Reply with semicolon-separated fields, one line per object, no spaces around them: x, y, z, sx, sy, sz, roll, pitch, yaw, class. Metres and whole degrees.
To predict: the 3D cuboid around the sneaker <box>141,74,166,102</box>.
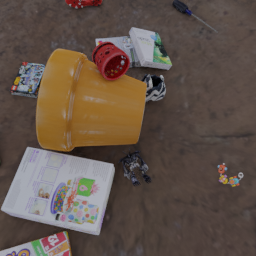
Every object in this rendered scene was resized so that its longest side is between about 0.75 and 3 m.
0.449;-1.305;9.626;1.891;1.231;0.755;-14;61;-8;sneaker

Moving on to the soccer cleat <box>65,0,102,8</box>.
-1.979;-5.776;12.547;1.646;0.565;0.701;-6;54;-7;soccer cleat

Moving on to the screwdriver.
2.885;-4.790;12.130;0.361;0.376;2.585;-36;70;-17;screwdriver

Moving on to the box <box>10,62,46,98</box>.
-3.680;-1.817;10.457;0.956;0.279;1.397;8;61;4;box

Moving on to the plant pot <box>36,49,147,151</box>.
-0.911;-0.626;8.311;2.685;2.933;2.933;10;61;-2;plant pot

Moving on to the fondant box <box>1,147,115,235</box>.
-1.922;1.793;8.150;2.709;0.789;1.954;10;61;7;fondant box

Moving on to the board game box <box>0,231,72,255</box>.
-2.591;3.588;7.456;2.148;0.322;1.026;-16;61;-6;board game box

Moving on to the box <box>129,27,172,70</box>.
0.862;-3.066;10.815;1.281;0.322;1.775;0;60;-31;box

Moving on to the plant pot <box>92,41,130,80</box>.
-0.467;-1.782;7.290;0.826;0.826;0.752;-27;57;-14;plant pot

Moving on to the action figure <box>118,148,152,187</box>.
0.198;1.218;8.564;0.812;0.697;1.366;-23;36;-3;action figure

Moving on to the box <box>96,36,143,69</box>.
-0.291;-2.985;11.051;1.842;0.379;1.436;-7;60;-5;box

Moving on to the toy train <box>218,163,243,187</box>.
2.888;1.372;8.091;0.754;0.210;0.566;22;99;40;toy train
